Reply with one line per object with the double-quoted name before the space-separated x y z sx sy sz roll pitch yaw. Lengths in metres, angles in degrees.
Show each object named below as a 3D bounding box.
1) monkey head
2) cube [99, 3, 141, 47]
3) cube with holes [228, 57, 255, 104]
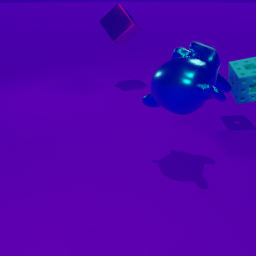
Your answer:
"monkey head" 1.035 -0.635 4.479 1.273 1.066 1.769 32 -15 -27
"cube" -0.255 -3.504 9.621 0.914 0.914 0.914 -36 -4 18
"cube with holes" 3.085 -1.220 7.148 0.792 0.792 0.792 -10 41 6
